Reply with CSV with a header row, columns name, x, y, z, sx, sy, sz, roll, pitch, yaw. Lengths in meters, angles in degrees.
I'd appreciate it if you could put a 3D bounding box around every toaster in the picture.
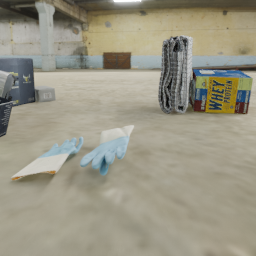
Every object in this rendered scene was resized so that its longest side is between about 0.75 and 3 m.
name,x,y,z,sx,sy,sz,roll,pitch,yaw
toaster,-4.153,-1.054,7.869,1.660,1.460,2.570,16,7,-21

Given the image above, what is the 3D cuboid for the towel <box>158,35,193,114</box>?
name,x,y,z,sx,sy,sz,roll,pitch,yaw
towel,1.618,-1.916,9.688,1.055,2.466,2.042,3,20,15

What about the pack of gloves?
name,x,y,z,sx,sy,sz,roll,pitch,yaw
pack of gloves,-0.746,0.496,4.876,1.670,0.392,1.987,-12,12,9

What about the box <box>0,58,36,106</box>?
name,x,y,z,sx,sy,sz,roll,pitch,yaw
box,-4.594,-1.786,10.902,0.601,1.857,2.354,4,13,18

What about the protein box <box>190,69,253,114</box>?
name,x,y,z,sx,sy,sz,roll,pitch,yaw
protein box,3.231,-1.365,10.048,1.809,1.230,1.822,3,19,8

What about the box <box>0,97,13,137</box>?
name,x,y,z,sx,sy,sz,roll,pitch,yaw
box,-3.075,-0.211,6.190,0.547,0.867,0.882,18,15,3

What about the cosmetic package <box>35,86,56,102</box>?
name,x,y,z,sx,sy,sz,roll,pitch,yaw
cosmetic package,-3.837,-1.546,12.593,0.752,0.635,1.409,-13,21,-32

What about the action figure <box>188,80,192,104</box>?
name,x,y,z,sx,sy,sz,roll,pitch,yaw
action figure,2.618,-1.728,11.919,1.940,1.049,2.005,23,22,-3
